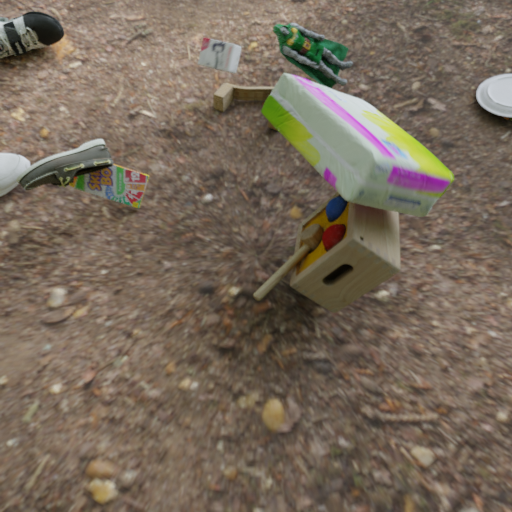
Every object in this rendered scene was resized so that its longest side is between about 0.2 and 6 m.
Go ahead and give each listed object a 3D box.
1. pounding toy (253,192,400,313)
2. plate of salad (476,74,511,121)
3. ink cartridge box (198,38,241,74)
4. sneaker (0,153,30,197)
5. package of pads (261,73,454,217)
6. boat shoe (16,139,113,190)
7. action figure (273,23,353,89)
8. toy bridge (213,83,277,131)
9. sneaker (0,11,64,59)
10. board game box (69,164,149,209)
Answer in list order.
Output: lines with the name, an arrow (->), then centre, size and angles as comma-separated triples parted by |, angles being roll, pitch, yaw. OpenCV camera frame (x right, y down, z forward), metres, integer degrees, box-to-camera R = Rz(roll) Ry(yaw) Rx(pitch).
pounding toy -> 1.269, -0.075, 10.036 | 1.506, 2.118, 1.950 | 32, 43, -20
plate of salad -> 6.270, -3.858, 13.663 | 1.721, 0.413, 1.721 | -6, 51, 7
ink cartridge box -> -0.721, -3.946, 11.042 | 0.731, 0.530, 0.308 | 20, 16, 21
sneaker -> -6.198, -1.849, 11.710 | 2.709, 1.350, 1.014 | -6, 57, -5
package of pads -> 1.722, -1.907, 9.554 | 2.224, 0.982, 2.878 | 5, 38, -40
boat shoe -> -3.659, -1.676, 10.849 | 1.892, 0.676, 0.565 | -32, 95, -32
action figure -> 1.144, -4.266, 11.743 | 0.565, 2.065, 1.220 | 10, 83, 54
toy bridge -> 0.654, -3.503, 13.375 | 3.478, 0.473, 1.169 | 24, 56, 16
sneaker -> -6.320, -5.603, 14.566 | 2.665, 0.987, 1.179 | 0, 54, 12
board game box -> -3.067, -1.559, 11.651 | 1.519, 0.228, 0.726 | 17, 98, -9
